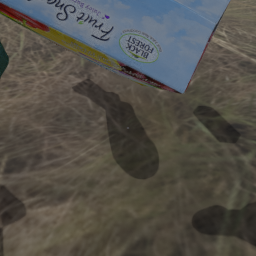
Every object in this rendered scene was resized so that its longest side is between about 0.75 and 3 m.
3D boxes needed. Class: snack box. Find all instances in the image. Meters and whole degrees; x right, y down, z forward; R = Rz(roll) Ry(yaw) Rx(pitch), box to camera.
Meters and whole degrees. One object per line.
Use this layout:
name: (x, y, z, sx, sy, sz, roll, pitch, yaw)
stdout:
snack box: (-0.401, -1.093, 2.718, 1.924, 0.772, 2.281, 25, 9, -7)

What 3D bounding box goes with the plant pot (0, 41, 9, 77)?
plant pot: (-2.001, -0.483, 2.594, 1.363, 1.362, 1.929, 32, -2, -17)
